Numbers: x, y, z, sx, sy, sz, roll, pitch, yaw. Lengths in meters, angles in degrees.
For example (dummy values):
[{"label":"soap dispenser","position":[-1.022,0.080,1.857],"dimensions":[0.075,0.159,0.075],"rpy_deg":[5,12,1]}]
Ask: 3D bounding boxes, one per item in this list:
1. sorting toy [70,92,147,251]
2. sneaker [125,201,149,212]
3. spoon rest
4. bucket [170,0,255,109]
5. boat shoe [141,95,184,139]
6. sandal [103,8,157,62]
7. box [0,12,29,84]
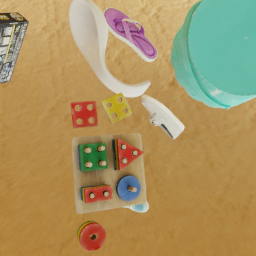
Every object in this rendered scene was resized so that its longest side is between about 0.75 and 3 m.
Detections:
[{"label":"sorting toy","position":[-0.171,0.420,3.066],"dimensions":[0.818,0.287,1.697],"rpy_deg":[-3,85,-22]},{"label":"sneaker","position":[-0.098,1.460,5.453],"dimensions":[0.912,0.363,0.595],"rpy_deg":[14,11,34]},{"label":"spoon rest","position":[-0.603,-1.782,6.337],"dimensions":[0.804,1.318,2.652],"rpy_deg":[-32,80,-32]},{"label":"bucket","position":[2.159,-1.662,5.898],"dimensions":[2.510,1.633,2.510],"rpy_deg":[0,91,2]},{"label":"boat shoe","position":[0.612,-0.191,5.378],"dimensions":[0.373,1.089,0.392],"rpy_deg":[-54,27,-9]},{"label":"sandal","position":[0.168,-2.603,7.587],"dimensions":[1.898,0.466,0.772],"rpy_deg":[36,62,-23]},{"label":"box","position":[-3.166,-1.714,6.429],"dimensions":[0.448,1.824,1.471],"rpy_deg":[40,35,6]}]
